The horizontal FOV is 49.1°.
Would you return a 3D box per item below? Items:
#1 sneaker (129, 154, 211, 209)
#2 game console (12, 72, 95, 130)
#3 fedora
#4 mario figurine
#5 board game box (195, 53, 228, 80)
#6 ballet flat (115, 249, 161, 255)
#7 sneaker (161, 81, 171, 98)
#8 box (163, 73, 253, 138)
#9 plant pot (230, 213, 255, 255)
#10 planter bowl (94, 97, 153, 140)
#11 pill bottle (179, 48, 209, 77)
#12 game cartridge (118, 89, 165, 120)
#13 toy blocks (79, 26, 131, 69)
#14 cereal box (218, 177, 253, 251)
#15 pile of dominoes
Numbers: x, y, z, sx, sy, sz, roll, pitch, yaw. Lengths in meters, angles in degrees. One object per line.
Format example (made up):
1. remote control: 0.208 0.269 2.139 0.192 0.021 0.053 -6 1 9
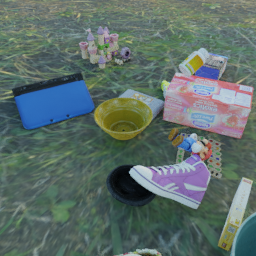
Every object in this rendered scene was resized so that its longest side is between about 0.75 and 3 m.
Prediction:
1. sneaker: 1.090 1.038 6.710 2.156 1.229 0.781 26 4 -30
2. game console: -2.890 -1.089 10.693 2.603 1.540 2.222 -17 12 -19
3. fedora: 0.079 1.588 7.278 1.335 0.610 1.335 3 43 -3
4. mario figurine: 1.684 0.355 7.098 1.289 0.683 0.796 25 56 -29
5. board game box: 3.639 -2.664 12.230 1.017 0.618 1.276 20 45 21
6. ballet flat: -0.464 2.892 5.607 2.608 0.834 0.986 -10 44 -10
7. sneaker: 1.703 -1.512 11.014 0.647 0.467 1.232 -2 40 -3
8. box: 2.689 -0.804 9.559 2.684 1.271 1.377 14 43 16
9. plant pot: 2.918 2.926 4.923 2.494 1.671 2.494 0 41 0
10. planter bowl: -0.147 -0.165 9.203 1.875 0.781 1.875 0 40 0
11. pill bottle: 2.132 -2.114 8.969 0.920 0.511 0.511 -42 50 -2
12. game cartridge: 0.386 -0.876 10.408 1.674 0.348 1.114 22 41 24
13. toy blocks: -1.073 -3.930 12.957 1.772 1.596 1.896 -29 48 -30
14. cereal box: 2.515 1.982 6.523 0.280 1.019 1.417 21 46 22
15. pile of dominoes: 2.194 0.739 8.542 1.334 0.273 1.712 9 42 11
